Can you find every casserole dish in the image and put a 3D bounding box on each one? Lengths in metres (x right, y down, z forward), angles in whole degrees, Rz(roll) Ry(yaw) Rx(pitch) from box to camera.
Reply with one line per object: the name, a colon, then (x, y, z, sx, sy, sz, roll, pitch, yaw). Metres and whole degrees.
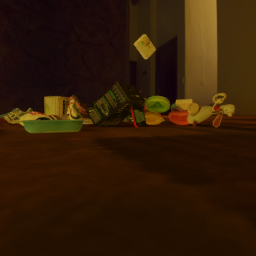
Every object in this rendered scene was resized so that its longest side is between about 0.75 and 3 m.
casserole dish: (-2.510, -0.077, 9.438, 2.138, 0.415, 1.295, -3, 5, -30)

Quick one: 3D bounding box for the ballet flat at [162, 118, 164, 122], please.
ballet flat: (1.601, -0.668, 17.290, 0.700, 0.700, 2.015, 3, 4, 40)

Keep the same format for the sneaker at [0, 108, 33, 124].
sneaker: (-6.057, -0.611, 14.739, 2.204, 0.849, 0.835, -3, 6, -28)

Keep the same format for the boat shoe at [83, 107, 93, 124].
boat shoe: (-2.406, -0.739, 16.084, 0.981, 0.930, 2.807, 0, 3, -6)

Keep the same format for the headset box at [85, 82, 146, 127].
headset box: (-0.465, -1.035, 12.350, 2.108, 0.978, 1.836, -38, -13, 24)

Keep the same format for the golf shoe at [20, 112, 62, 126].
golf shoe: (-3.559, -0.299, 10.975, 1.833, 0.666, 0.844, 1, 4, 19)

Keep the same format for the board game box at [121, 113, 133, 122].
board game box: (0.513, -0.677, 18.248, 1.661, 0.570, 2.009, 0, 3, 26)

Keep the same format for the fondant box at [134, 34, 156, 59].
fondant box: (0.657, -3.126, 10.793, 0.756, 0.545, 0.220, 49, -12, -29)

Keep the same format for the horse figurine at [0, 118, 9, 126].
horse figurine: (-6.703, -0.390, 12.389, 2.726, 0.680, 1.806, -2, 4, -29)

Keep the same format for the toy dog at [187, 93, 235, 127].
toy dog: (3.415, -0.512, 11.833, 2.037, 0.981, 1.344, -19, -40, 31)

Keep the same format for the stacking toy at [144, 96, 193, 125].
stacking toy: (1.928, -1.125, 13.276, 2.602, 1.099, 2.355, 3, -27, 7)

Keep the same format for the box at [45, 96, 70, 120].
box: (-3.551, -0.920, 14.901, 0.746, 1.447, 2.482, 1, 4, 8)

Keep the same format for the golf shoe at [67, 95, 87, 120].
golf shoe: (-2.753, -0.959, 14.305, 0.927, 1.175, 2.553, 41, 5, -23)

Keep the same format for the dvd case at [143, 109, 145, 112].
dvd case: (0.233, -1.066, 17.759, 1.642, 0.270, 2.185, 2, 4, 28)

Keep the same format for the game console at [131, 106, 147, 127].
game console: (0.487, -0.500, 12.144, 0.149, 0.960, 0.849, -18, -9, 40)
